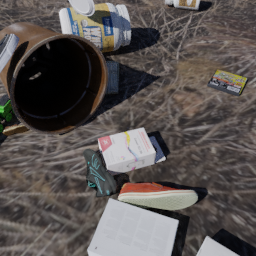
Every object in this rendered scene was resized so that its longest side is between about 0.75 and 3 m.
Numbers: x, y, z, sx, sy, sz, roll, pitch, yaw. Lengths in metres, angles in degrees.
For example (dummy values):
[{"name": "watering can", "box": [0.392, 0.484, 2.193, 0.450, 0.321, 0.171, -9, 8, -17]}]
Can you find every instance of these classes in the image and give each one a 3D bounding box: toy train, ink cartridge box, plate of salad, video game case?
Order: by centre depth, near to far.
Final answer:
[{"name": "ink cartridge box", "box": [0.124, 0.611, 7.942, 1.734, 0.585, 1.010, -14, 49, -12]}, {"name": "toy train", "box": [-4.182, -0.086, 8.494, 0.518, 0.700, 2.483, 13, 49, 11]}, {"name": "plate of salad", "box": [-1.549, -4.262, 9.375, 1.100, 1.100, 0.264, 23, 64, 19]}, {"name": "video game case", "box": [3.657, -1.687, 10.311, 1.179, 0.150, 1.066, 23, 52, 21]}]

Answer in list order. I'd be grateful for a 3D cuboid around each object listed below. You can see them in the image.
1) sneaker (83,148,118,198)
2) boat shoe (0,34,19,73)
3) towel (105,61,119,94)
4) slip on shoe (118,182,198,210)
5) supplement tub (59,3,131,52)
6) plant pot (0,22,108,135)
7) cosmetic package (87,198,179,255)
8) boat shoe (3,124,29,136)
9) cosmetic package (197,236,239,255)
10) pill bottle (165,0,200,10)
[{"name": "sneaker", "box": [-0.893, 1.164, 7.450, 0.619, 0.589, 1.562, -26, 53, -19]}, {"name": "boat shoe", "box": [-3.418, -1.492, 6.594, 0.790, 0.748, 2.259, -2, 56, 51]}, {"name": "towel", "box": [-1.250, -1.952, 10.428, 1.853, 0.332, 1.925, -1, 47, -1]}, {"name": "slip on shoe", "box": [0.744, 1.636, 6.981, 1.960, 0.726, 0.600, -1, 43, 6]}, {"name": "supplement tub", "box": [-1.311, -3.937, 11.201, 2.548, 1.843, 1.843, -12, 49, -10]}, {"name": "plant pot", "box": [-2.690, -1.819, 8.748, 2.999, 2.999, 2.969, -31, 48, -25]}, {"name": "cosmetic package", "box": [0.145, 2.494, 6.333, 1.734, 0.448, 1.307, 15, 48, 13]}, {"name": "boat shoe", "box": [-3.473, -0.006, 8.711, 0.816, 0.294, 0.294, -17, 51, -7]}, {"name": "cosmetic package", "box": [2.105, 3.068, 5.659, 1.594, 0.676, 0.858, 28, 55, 23]}, {"name": "pill bottle", "box": [2.793, -6.556, 14.144, 1.695, 0.969, 0.969, 11, 49, 10]}]
